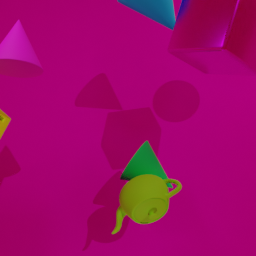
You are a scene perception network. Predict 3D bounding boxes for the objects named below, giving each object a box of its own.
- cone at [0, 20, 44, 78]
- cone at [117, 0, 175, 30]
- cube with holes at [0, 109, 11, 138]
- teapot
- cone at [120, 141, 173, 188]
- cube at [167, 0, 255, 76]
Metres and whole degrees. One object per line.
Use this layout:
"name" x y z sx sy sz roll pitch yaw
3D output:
"cone" -1.876 -1.420 4.750 0.889 0.889 0.892 0 82 0
"cone" 0.690 -2.679 6.181 1.333 1.333 1.338 -42 104 -11
"cube with holes" -3.093 0.007 5.217 1.027 1.027 1.027 -23 36 22
"teapot" 0.343 1.605 5.960 1.767 1.099 0.865 -32 37 5
"cone" 0.588 1.071 6.569 1.119 1.115 1.115 35 76 10
"cube" 1.771 -1.824 5.262 1.301 1.301 1.301 16 91 -39
